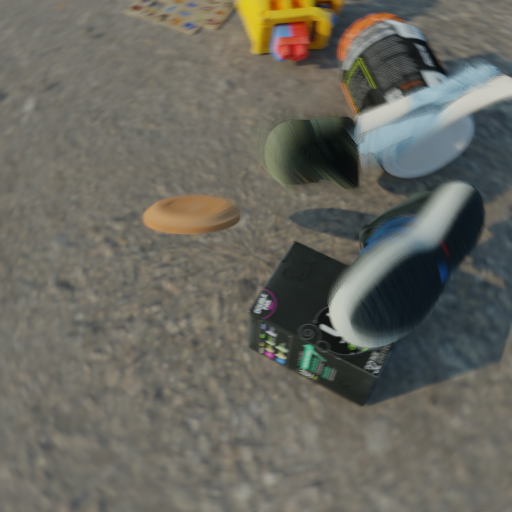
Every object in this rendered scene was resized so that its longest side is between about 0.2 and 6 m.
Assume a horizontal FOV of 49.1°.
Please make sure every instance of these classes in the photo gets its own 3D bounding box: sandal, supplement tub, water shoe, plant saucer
[{"bbox_3d":[0.897,-1.647,8.911,0.844,2.958,1.175,0,94,36],"label":"sandal"},{"bbox_3d":[2.656,-3.053,10.463,1.772,1.772,2.893,-11,59,-7],"label":"supplement tub"},{"bbox_3d":[1.933,0.097,7.785,3.273,1.170,1.291,-36,24,-31],"label":"water shoe"},{"bbox_3d":[-0.939,-0.641,8.230,1.394,0.225,1.394,0,21,0],"label":"plant saucer"}]

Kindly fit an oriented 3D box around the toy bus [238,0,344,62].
[{"bbox_3d":[0.922,-5.143,12.033,2.333,1.583,2.239,-9,71,-9],"label":"toy bus"}]

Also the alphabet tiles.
[{"bbox_3d":[-1.662,-5.996,13.316,2.222,0.084,1.857,24,60,14],"label":"alphabet tiles"}]

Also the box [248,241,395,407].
[{"bbox_3d":[1.042,0.982,8.227,1.963,1.220,1.458,26,59,16],"label":"box"}]

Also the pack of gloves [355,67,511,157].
[{"bbox_3d":[2.594,-2.069,8.348,2.245,0.443,1.886,-19,23,21],"label":"pack of gloves"}]
